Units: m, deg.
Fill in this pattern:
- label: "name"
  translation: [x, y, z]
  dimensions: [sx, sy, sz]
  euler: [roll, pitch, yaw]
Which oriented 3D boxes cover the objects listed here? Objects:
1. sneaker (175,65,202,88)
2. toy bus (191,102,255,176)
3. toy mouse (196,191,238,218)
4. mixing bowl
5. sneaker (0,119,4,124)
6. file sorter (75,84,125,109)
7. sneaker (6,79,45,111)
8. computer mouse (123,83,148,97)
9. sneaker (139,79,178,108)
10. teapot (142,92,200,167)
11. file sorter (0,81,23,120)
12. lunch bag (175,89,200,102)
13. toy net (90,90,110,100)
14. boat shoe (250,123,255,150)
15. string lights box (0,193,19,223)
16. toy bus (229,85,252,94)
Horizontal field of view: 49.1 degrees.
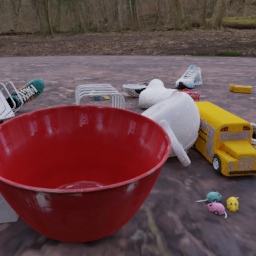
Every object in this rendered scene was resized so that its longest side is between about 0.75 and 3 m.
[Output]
- label: "sneaker"
  translation: [3.547, -3.008, 16.297]
  dimensions: [1.065, 1.231, 2.841]
  euler: [11, 22, 28]
- label: "toy bus"
  translation: [2.106, 0.157, 6.584]
  dimensions: [0.856, 1.030, 2.630]
  euler: [-1, 18, -8]
- label: "toy mouse"
  translation: [1.495, 1.236, 4.698]
  dimensions: [0.675, 0.147, 0.760]
  euler: [7, 19, 21]
- label: "mixing bowl"
  translation: [-0.689, 0.699, 4.163]
  dimensions: [2.523, 1.366, 2.523]
  euler: [2, 25, -1]
- label: "sneaker"
  translation: [-3.315, -0.064, 6.506]
  dimensions: [2.858, 1.518, 1.069]
  euler: [1, 18, 2]
- label: "file sorter"
  translation: [-0.922, -0.606, 8.684]
  dimensions: [1.397, 1.254, 2.014]
  euler: [-3, 17, -12]
- label: "sneaker"
  translation: [-3.934, -1.188, 10.554]
  dimensions: [1.857, 0.663, 0.742]
  euler: [-37, 18, -4]
- label: "computer mouse"
  translation: [0.619, -1.867, 13.909]
  dimensions: [1.345, 0.538, 2.452]
  euler: [20, 20, 36]
- label: "sneaker"
  translation: [1.507, -1.379, 11.834]
  dimensions: [1.470, 0.937, 2.544]
  euler: [8, 29, 18]
- label: "teapot"
  translation: [0.993, 0.100, 6.522]
  dimensions: [1.797, 1.313, 1.774]
  euler: [-39, 11, -35]
- label: "file sorter"
  translation: [-4.422, -0.849, 9.197]
  dimensions: [0.948, 1.057, 1.523]
  euler: [-32, -2, 33]
- label: "lunch bag"
  translation: [2.272, -1.091, 10.846]
  dimensions: [0.961, 0.846, 0.394]
  euler: [1, 18, 4]
- label: "toy net"
  translation: [-1.438, -1.615, 13.396]
  dimensions: [0.827, 0.305, 1.577]
  euler: [-7, 19, -20]
- label: "boat shoe"
  translation: [2.935, 0.245, 6.792]
  dimensions: [0.848, 0.754, 2.306]
  euler: [-3, 18, -12]
- label: "string lights box"
  translation: [-2.349, 0.886, 5.049]
  dimensions: [1.035, 0.594, 2.014]
  euler: [-3, 18, -9]
- label: "toy bus"
  translation: [5.865, -2.018, 14.594]
  dimensions: [1.081, 0.352, 0.423]
  euler: [8, 20, 22]
